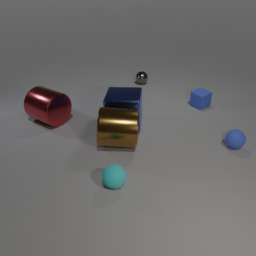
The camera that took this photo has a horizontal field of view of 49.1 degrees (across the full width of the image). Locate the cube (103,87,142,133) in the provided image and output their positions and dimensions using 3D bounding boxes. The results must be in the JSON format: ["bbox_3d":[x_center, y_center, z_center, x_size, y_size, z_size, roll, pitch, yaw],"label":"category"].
[{"bbox_3d":[-0.166,-0.749,11.283,1.400,1.400,1.400,2,30,6],"label":"cube"}]

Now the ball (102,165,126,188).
[{"bbox_3d":[-0.416,1.438,8.321,0.700,0.700,0.700,0,31,0],"label":"ball"}]

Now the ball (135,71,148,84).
[{"bbox_3d":[0.757,-2.762,15.409,0.700,0.700,0.700,0,31,0],"label":"ball"}]

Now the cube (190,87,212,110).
[{"bbox_3d":[3.375,-1.370,12.981,0.700,0.700,0.700,-25,41,-28],"label":"cube"}]

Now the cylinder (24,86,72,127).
[{"bbox_3d":[-3.305,-0.905,11.587,1.400,1.400,1.400,20,36,30],"label":"cylinder"}]

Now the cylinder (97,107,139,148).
[{"bbox_3d":[-0.356,-0.019,10.007,1.400,1.400,1.400,4,31,-1],"label":"cylinder"}]

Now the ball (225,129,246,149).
[{"bbox_3d":[3.873,0.395,10.084,0.700,0.700,0.700,0,31,0],"label":"ball"}]
